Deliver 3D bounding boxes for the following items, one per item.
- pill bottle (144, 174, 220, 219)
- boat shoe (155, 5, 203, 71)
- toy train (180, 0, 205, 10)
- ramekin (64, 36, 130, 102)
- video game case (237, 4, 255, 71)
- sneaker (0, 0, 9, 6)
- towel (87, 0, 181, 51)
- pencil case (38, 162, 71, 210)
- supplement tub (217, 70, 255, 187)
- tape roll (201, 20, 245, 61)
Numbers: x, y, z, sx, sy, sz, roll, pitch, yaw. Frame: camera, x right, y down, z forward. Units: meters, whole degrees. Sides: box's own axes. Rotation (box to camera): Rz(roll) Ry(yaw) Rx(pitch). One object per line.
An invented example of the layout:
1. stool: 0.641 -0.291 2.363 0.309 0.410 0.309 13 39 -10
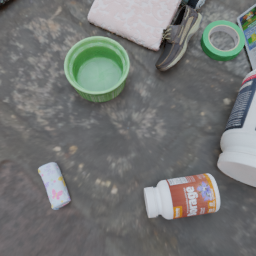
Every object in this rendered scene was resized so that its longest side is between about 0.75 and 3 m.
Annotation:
1. pill bottle: 1.239 1.650 6.650 1.641 0.920 0.920 -9 73 -2
2. boat shoe: 1.289 -2.557 7.923 0.772 0.785 2.106 37 75 -22
3. toy train: 1.526 -4.565 8.618 2.301 0.980 1.311 33 97 7
4. ramekin: -0.814 -1.547 7.707 1.716 0.838 1.716 0 72 0
5. video game case: 4.230 -2.739 7.422 0.266 2.421 2.207 3 69 -34
6. sneaker: -4.675 -4.482 8.614 2.298 0.893 1.607 33 74 10
7. towel: 0.286 -3.771 8.297 2.396 0.386 2.289 27 96 9
8. pencil case: -1.840 1.423 6.959 0.516 0.473 1.138 -28 74 2
9. supplement tub: 3.328 0.004 6.705 1.797 1.797 2.560 24 74 7
10. tape roll: 2.810 -2.596 8.331 1.235 0.297 1.235 0 72 0
